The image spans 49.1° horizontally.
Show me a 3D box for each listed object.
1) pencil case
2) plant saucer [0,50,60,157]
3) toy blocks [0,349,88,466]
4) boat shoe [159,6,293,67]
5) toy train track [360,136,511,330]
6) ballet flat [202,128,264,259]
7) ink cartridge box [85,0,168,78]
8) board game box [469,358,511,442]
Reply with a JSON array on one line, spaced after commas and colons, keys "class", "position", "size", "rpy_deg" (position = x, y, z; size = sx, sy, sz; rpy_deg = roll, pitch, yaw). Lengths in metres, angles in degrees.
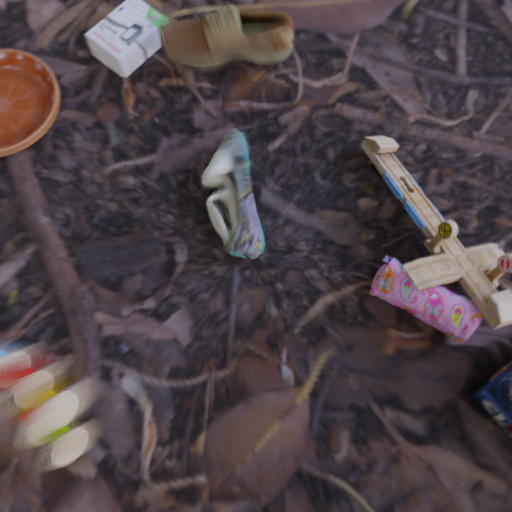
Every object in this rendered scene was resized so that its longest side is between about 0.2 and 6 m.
[{"class": "pencil case", "position": [2.655, 0.665, 8.800], "size": [1.726, 0.755, 0.755], "rpy_deg": [30, 72, 12]}, {"class": "plant saucer", "position": [-4.743, -2.786, 10.308], "size": [2.256, 0.364, 2.256], "rpy_deg": [0, 70, 0]}, {"class": "toy blocks", "position": [-3.176, 2.037, 7.901], "size": [1.641, 1.368, 0.596], "rpy_deg": [26, 43, 30]}, {"class": "boat shoe", "position": [-0.504, -4.060, 10.080], "size": [2.451, 0.905, 0.927], "rpy_deg": [-6, 65, -12]}, {"class": "toy train track", "position": [2.947, -0.656, 8.992], "size": [2.237, 0.634, 3.899], "rpy_deg": [-10, 57, -31]}, {"class": "ballet flat", "position": [-0.461, -1.109, 9.343], "size": [0.871, 0.871, 2.422], "rpy_deg": [-10, 71, -4]}, {"class": "ink cartridge box", "position": [-2.438, -4.204, 10.738], "size": [0.948, 0.547, 1.303], "rpy_deg": [38, 74, 13]}, {"class": "board game box", "position": [5.426, 1.890, 8.370], "size": [3.628, 0.628, 2.458], "rpy_deg": [-37, 74, -13]}]
